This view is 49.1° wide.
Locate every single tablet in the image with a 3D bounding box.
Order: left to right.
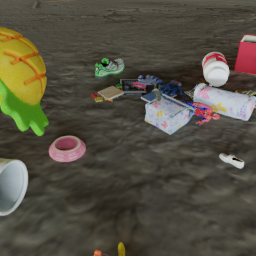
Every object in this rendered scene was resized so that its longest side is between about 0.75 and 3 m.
[{"bbox_3d":[1.322,-1.339,11.881,1.377,0.094,0.896,-27,42,-34],"label":"tablet"}]

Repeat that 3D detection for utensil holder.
[{"bbox_3d":[-3.503,1.329,6.841,1.554,1.321,1.321,6,34,14],"label":"utensil holder"}]

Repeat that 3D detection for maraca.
[{"bbox_3d":[-2.628,-1.117,6.480,1.500,1.922,2.803,-28,74,12],"label":"maraca"}]

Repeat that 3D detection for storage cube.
[{"bbox_3d":[6.365,-3.690,14.100,1.726,1.551,1.475,15,37,23],"label":"storage cube"}]

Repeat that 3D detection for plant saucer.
[{"bbox_3d":[-1.911,0.596,8.812,1.147,0.291,1.147,1,34,0],"label":"plant saucer"}]

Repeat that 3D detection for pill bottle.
[{"bbox_3d":[4.076,-2.714,13.025,1.108,1.108,1.973,5,34,8],"label":"pill bottle"}]

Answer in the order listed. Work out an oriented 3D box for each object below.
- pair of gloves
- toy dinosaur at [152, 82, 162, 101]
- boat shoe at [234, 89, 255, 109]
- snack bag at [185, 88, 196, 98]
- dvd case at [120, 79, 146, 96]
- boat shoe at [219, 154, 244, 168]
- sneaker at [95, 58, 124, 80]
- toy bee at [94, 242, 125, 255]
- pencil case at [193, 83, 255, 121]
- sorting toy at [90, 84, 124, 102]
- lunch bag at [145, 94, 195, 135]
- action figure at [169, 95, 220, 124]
[{"bbox_3d":[1.412,-1.900,12.446,2.256,0.257,1.814,20,31,18],"label":"pair of gloves"},{"bbox_3d":[0.770,-0.988,7.383,0.208,0.876,0.386,-3,76,16],"label":"toy dinosaur"},{"bbox_3d":[5.127,-1.130,11.040,0.783,0.675,2.147,-16,37,-22],"label":"boat shoe"},{"bbox_3d":[3.039,-1.490,12.104,0.956,0.102,0.901,-14,37,-19],"label":"snack bag"},{"bbox_3d":[0.212,-1.832,12.550,1.085,0.179,1.444,-1,34,-3],"label":"dvd case"},{"bbox_3d":[3.099,0.913,8.354,0.269,0.265,0.759,-27,42,-34],"label":"boat shoe"},{"bbox_3d":[-0.848,-3.051,13.769,0.783,0.855,2.007,20,38,27],"label":"sneaker"},{"bbox_3d":[-0.346,2.679,5.120,1.728,0.939,1.131,-9,35,-14],"label":"toy bee"},{"bbox_3d":[3.616,-1.023,10.639,2.255,0.937,1.023,21,50,28],"label":"pencil case"},{"bbox_3d":[-0.760,-1.376,11.749,1.663,0.281,0.802,-27,42,-30],"label":"sorting toy"},{"bbox_3d":[1.511,-0.618,10.032,1.459,0.928,1.237,-29,46,-34],"label":"lunch bag"},{"bbox_3d":[2.235,-0.650,10.149,2.074,0.677,1.027,19,16,30],"label":"action figure"}]
